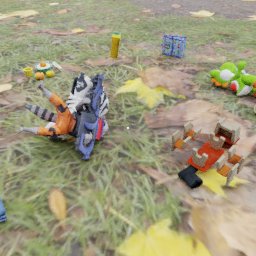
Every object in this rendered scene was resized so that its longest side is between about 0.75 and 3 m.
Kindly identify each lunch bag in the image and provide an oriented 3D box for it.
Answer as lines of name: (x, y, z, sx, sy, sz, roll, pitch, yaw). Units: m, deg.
lunch bag: (2.358, -4.338, 14.817, 1.292, 0.973, 0.608, 16, 39, 22)

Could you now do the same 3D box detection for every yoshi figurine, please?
yoshi figurine: (4.642, -2.142, 11.648, 2.362, 1.328, 1.323, 27, 28, 36)

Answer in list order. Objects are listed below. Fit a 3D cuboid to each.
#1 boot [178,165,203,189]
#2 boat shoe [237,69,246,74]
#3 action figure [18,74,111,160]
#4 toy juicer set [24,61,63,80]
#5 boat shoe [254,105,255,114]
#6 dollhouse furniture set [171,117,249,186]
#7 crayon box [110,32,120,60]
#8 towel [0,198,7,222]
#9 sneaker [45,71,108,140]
boot: (1.812, 1.284, 7.543, 0.762, 0.291, 0.640, -24, 38, -19)
boat shoe: (4.829, -2.491, 12.784, 1.088, 0.386, 0.380, 4, 32, -6)
action figure: (-1.658, -0.496, 8.536, 2.575, 2.661, 1.392, 23, -15, -29)
toy juicer set: (-3.788, -2.809, 13.086, 1.199, 0.513, 1.885, 23, 41, 29)
boat shoe: (5.325, -1.109, 10.483, 0.724, 0.770, 2.021, 25, 43, 31)
dollhouse furniture set: (2.464, 0.597, 8.045, 1.896, 0.977, 1.876, 32, 52, 33)
crayon box: (-0.316, -2.064, 7.021, 0.207, 0.516, 0.813, 6, 26, -5)
towel: (-3.498, 2.076, 6.442, 1.265, 0.307, 0.706, -21, 40, -25)
sneaker: (-1.719, -0.908, 9.331, 1.097, 1.788, 2.747, 28, 44, 34)
